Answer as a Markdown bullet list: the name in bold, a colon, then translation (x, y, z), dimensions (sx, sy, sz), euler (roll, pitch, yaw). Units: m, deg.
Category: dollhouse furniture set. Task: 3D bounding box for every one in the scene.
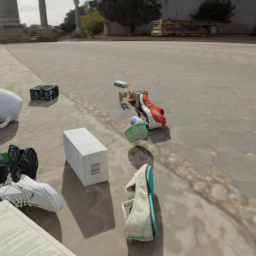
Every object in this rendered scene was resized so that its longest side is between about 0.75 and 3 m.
- **dollhouse furniture set**: translation (0.376, -1.561, 14.921), dimensions (1.501, 0.773, 1.485), euler (-6, 12, -14)

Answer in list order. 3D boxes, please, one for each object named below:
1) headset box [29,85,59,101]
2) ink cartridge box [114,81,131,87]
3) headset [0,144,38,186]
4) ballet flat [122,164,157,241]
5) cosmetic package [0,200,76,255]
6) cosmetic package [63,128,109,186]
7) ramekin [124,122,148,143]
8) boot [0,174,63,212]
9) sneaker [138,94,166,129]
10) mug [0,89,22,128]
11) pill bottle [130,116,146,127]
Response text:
- **headset box**: translation (-4.770, -2.017, 15.878), dimensions (1.312, 0.609, 1.143), euler (5, 23, 12)
- **ink cartridge box**: translation (-0.356, -3.015, 18.854), dimensions (0.839, 0.211, 0.967), euler (-19, 29, -35)
- **headset**: translation (-3.327, 0.896, 7.750), dimensions (1.739, 1.323, 2.817), euler (-9, 11, -29)
- **ballet flat**: translation (0.248, 1.648, 6.744), dimensions (0.776, 0.839, 2.489), euler (-8, 21, 6)
- **cosmetic package**: translation (-1.943, 2.331, 4.745), dimensions (2.335, 1.019, 1.207), euler (19, 30, 38)
- **cosmetic package**: translation (-1.321, 0.801, 8.489), dimensions (0.806, 1.023, 1.901), euler (-11, 26, -25)
- **ramekin**: translation (0.315, 0.187, 10.084), dimensions (0.830, 0.830, 0.405), euler (-15, 69, -32)
- **boot**: translation (-2.476, 1.753, 6.769), dimensions (1.951, 0.718, 0.933), euler (8, 29, 41)
- **sneaker**: translation (1.052, -0.700, 12.433), dimensions (1.071, 0.972, 2.524), euler (-1, 33, -10)
- **mug**: translation (-5.613, -0.789, 12.087), dimensions (1.729, 1.456, 1.972), euler (11, 51, -14)
- **pill bottle**: translation (0.420, -0.159, 11.553), dimensions (0.460, 0.460, 0.821), euler (-8, 24, -19)
